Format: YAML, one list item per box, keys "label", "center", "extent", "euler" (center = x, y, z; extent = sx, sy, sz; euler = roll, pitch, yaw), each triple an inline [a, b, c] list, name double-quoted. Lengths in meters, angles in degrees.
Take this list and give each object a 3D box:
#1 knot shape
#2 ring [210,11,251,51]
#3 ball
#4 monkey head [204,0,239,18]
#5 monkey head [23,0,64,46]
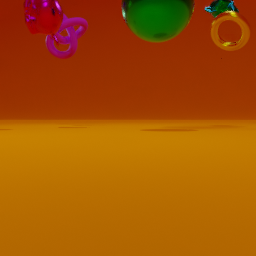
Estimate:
- label: "knot shape"
  center: [-2.253, -3.207, 9.801]
  extent: [1.669, 1.562, 0.771]
  euler: [4, 23, -43]
- label: "ring"
  center: [2.935, -2.778, 8.087]
  extent: [1.166, 1.166, 0.233]
  euler: [2, 40, 46]
- label: "ball"
  center: [0.545, -2.273, 5.177]
  extent: [1.335, 1.335, 1.335]
  euler: [0, 2, 0]
- label: "monkey head"
  center: [3.048, -3.760, 8.944]
  extent: [1.233, 0.887, 0.743]
  euler: [-5, -31, -40]
- label: "monkey head"
  center: [-2.106, -2.853, 7.000]
  extent: [0.924, 1.534, 1.103]
  euler: [-6, 28, -18]
